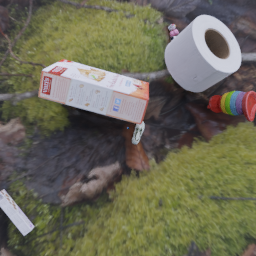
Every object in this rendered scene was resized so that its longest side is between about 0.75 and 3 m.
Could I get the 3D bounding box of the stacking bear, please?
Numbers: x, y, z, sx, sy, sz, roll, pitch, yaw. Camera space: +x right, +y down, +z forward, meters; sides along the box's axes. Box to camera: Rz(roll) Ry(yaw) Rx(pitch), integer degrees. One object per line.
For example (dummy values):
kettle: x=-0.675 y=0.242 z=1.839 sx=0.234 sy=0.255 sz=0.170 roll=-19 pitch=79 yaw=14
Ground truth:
stacking bear: x=3.027 y=-0.713 z=8.296 sx=0.763 sy=1.342 sz=0.815 roll=48 pitch=64 yaw=-33

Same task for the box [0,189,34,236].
box: x=-3.153 y=2.330 z=7.743 sx=0.286 sy=0.267 sz=1.380 roll=-38 pitch=93 yaw=0

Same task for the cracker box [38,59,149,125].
cracker box: x=-0.837 y=-1.108 z=7.974 sx=2.812 sy=1.884 sz=0.811 roll=14 pitch=112 yaw=-2

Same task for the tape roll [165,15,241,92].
tape roll: x=2.210 y=-2.166 z=8.337 sx=1.884 sy=1.294 sz=1.884 roll=11 pitch=67 yaw=-27

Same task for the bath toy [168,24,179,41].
bath toy: x=1.581 y=-3.189 z=9.478 sx=0.334 sy=0.284 sz=0.767 roll=-9 pitch=76 yaw=-10

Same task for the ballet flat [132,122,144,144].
ballet flat: x=0.342 y=0.113 z=8.669 sx=0.297 sy=0.297 sz=0.826 roll=14 pitch=75 yaw=3
